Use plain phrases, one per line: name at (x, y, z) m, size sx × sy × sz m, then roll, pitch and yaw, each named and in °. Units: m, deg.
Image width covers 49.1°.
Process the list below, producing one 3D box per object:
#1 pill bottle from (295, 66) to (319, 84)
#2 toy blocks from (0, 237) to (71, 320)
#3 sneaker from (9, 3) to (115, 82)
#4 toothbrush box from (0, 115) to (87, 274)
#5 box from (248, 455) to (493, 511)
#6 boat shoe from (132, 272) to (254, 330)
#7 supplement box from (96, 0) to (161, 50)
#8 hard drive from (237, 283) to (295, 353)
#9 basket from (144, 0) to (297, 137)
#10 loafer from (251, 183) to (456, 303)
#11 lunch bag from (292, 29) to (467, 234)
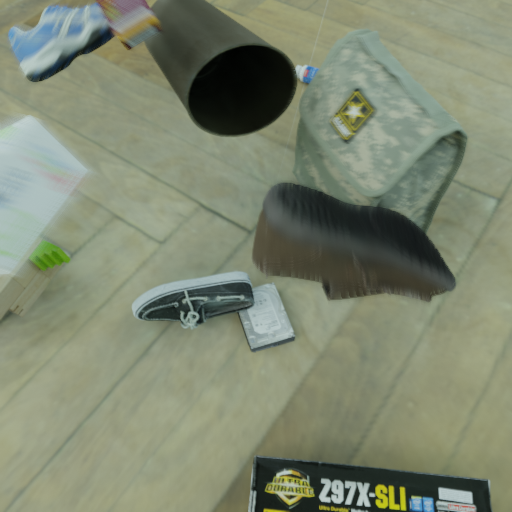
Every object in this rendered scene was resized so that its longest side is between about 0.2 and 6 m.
pill bottle at (1.255, -4.231, 13.106) m, size 0.681 × 0.382 × 0.382 m, roll 19°, pitch 57°, yaw 13°
toy blocks at (-4.821, 0.348, 9.340) m, size 3.059 × 1.529 × 2.091 m, roll 22°, pitch 67°, yaw 24°
sneaker at (-2.615, -3.301, 8.049) m, size 1.927 × 0.730 × 0.742 m, roll -37°, pitch 103°, yaw -15°
toothbrush box at (-3.527, -0.662, 7.213) m, size 2.309 × 0.994 × 1.681 m, roll -7°, pitch 47°, yaw 44°
box at (1.398, 4.010, 6.994) m, size 3.171 × 0.782 × 2.532 m, roll 4°, pitch 53°, yaw 3°
boat shoe at (-1.026, 0.845, 9.259) m, size 2.015 × 0.744 × 0.688 m, roll -10°, pitch 56°, yaw -8°
supplement box at (-1.821, -3.440, 7.596) m, size 0.575 × 0.446 × 1.042 m, roll -30°, pitch 90°, yaw 2°
hard drive at (0.113, 1.026, 9.464) m, size 0.778 × 0.211 × 1.114 m, roll -14°, pitch 57°, yaw -9°
basket at (-0.830, -3.386, 9.584) m, size 2.173 × 1.639 × 2.410 m, roll -9°, pitch 47°, yaw -40°
loafer at (1.127, -0.008, 6.599) m, size 2.881 × 1.023 × 1.052 m, roll 18°, pitch 37°, yaw -28°
lunch bag at (1.969, -1.845, 9.617) m, size 1.894 × 3.222 × 2.642 m, roll -20°, pitch 59°, yaw -16°
